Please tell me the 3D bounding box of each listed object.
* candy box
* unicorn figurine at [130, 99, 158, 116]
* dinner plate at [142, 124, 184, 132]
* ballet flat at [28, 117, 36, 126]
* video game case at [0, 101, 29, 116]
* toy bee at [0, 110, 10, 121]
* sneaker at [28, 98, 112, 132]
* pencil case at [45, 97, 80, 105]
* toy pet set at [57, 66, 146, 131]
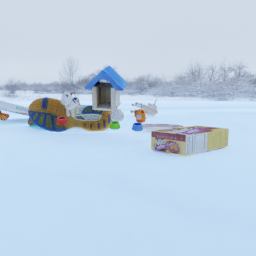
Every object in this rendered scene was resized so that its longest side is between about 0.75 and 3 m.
[{"bbox_3d":[1.432,0.246,6.385,1.668,0.471,0.973,-4,7,-41],"label":"candy box"},{"bbox_3d":[1.066,-1.071,16.050,1.725,0.927,2.511,9,19,-14],"label":"unicorn figurine"},{"bbox_3d":[1.084,0.002,9.512,1.620,0.196,1.620,0,8,0],"label":"dinner plate"},{"bbox_3d":[-3.088,-0.342,10.257,0.648,0.691,1.910,-7,10,-43],"label":"ballet flat"},{"bbox_3d":[-4.916,-0.820,12.832,2.432,0.307,2.669,14,-5,-36],"label":"video game case"},{"bbox_3d":[-6.082,-0.572,12.976,1.110,0.603,0.727,32,31,8],"label":"toy bee"},{"bbox_3d":[-1.855,-0.337,9.514,2.923,1.100,1.288,10,0,5],"label":"sneaker"},{"bbox_3d":[-3.569,-1.054,14.782,2.392,1.086,1.121,7,8,31],"label":"pencil case"},{"bbox_3d":[-0.584,-0.934,7.712,2.282,1.212,2.131,4,23,9],"label":"toy pet set"}]
